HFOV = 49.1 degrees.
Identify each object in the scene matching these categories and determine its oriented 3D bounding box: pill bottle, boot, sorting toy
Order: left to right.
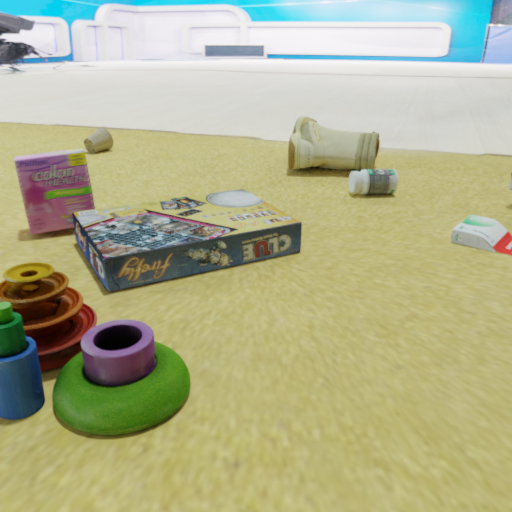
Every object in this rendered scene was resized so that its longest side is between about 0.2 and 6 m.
[{"bbox_3d":[-1.909,0.752,5.558,2.619,1.075,1.574,16,28,31],"label":"sorting toy"},{"bbox_3d":[1.946,-2.764,13.759,2.124,0.995,2.733,4,25,9],"label":"boot"},{"bbox_3d":[2.391,-1.514,11.464,0.907,0.513,0.513,-2,24,-7],"label":"pill bottle"}]

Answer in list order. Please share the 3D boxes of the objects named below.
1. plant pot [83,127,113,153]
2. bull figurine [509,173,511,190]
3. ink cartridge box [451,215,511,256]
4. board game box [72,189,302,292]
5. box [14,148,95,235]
[{"bbox_3d":[-4.268,-3.047,15.012,0.638,0.638,0.584,15,39,31],"label":"plant pot"},{"bbox_3d":[5.545,-1.602,10.788,1.587,0.964,0.517,10,6,-25],"label":"bull figurine"},{"bbox_3d":[3.868,-0.335,9.110,1.112,0.278,0.895,15,28,35],"label":"ink cartridge box"},{"bbox_3d":[-1.114,-0.370,8.829,3.059,0.529,2.073,-11,26,-25],"label":"board game box"},{"bbox_3d":[-3.345,-1.098,9.414,1.098,1.248,0.603,-11,18,-18],"label":"box"}]
